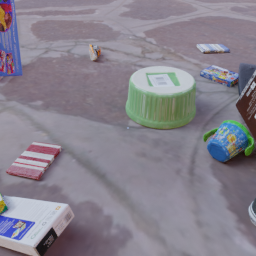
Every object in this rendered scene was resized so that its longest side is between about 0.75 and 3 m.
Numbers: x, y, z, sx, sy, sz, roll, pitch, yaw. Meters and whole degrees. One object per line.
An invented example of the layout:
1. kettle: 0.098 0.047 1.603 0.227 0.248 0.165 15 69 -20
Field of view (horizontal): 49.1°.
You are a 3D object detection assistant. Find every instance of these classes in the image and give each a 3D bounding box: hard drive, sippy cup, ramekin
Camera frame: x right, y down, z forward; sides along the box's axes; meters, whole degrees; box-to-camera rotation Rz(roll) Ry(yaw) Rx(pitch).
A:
1. hard drive: 4.374 -1.243 8.974 1.706 0.535 2.529 11 41 10
2. sippy cup: 2.361 0.363 6.717 0.802 1.095 0.860 -37 88 -26
3. ramekin: 0.994 -1.000 8.324 2.137 1.044 2.137 0 36 0

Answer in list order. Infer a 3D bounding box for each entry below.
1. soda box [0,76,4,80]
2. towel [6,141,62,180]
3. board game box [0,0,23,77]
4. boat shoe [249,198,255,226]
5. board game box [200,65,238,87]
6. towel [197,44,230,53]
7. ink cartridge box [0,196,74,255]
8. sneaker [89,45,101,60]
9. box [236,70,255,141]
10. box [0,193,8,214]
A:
1. soda box: -4.896 -2.355 10.645 0.601 0.545 1.717 3 35 4
2. towel: -2.206 0.748 6.703 0.853 0.135 1.184 8 35 14
3. board game box: -2.516 -1.857 5.142 0.409 1.825 1.227 -1 11 8
4. boat shoe: 3.526 1.404 5.291 2.454 0.695 0.842 -7 36 -9
5. board game box: 3.438 -1.946 10.353 0.856 0.218 1.265 -28 44 -33
6. towel: 3.857 -3.628 12.758 1.289 0.153 0.947 -2 34 -7
7. ink cartridge box: -1.922 1.668 4.970 1.864 0.346 0.883 -1 31 32
8. sneaker: -1.386 -3.260 11.969 0.497 0.504 1.288 1 36 -13
9. box: 4.252 -0.482 6.210 2.526 2.095 2.074 15 34 -10
10. box: -2.852 1.604 5.155 1.131 0.274 0.664 -29 26 -25
